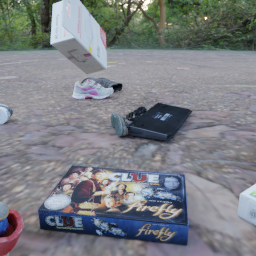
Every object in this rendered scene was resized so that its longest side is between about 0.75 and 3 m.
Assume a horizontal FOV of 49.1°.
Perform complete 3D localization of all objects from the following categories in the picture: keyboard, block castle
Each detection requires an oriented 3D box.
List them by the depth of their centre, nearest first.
[{"bbox_3d":[-2.562,0.916,2.717,2.566,1.204,1.715,28,25,13],"label":"block castle"},{"bbox_3d":[0.871,-0.266,8.646,1.725,0.368,2.872,14,22,19],"label":"keyboard"}]

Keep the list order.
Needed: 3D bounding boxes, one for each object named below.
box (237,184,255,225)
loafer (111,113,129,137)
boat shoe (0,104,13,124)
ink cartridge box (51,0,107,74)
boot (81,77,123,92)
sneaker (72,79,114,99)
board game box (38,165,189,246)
[{"bbox_3d":[3.237,1.147,4.372,2.567,0.466,1.852,-16,25,-36],"label":"box"},{"bbox_3d":[-0.155,-0.133,8.015,0.465,0.531,1.478,2,16,-14],"label":"loafer"},{"bbox_3d":[-4.714,-0.534,8.819,2.052,0.736,0.696,1,19,-3],"label":"boat shoe"},{"bbox_3d":[-1.785,-3.282,9.777,0.957,1.652,2.836,-10,-20,20],"label":"ink cartridge box"},{"bbox_3d":[-1.229,-2.009,13.288,1.261,0.668,1.915,21,32,35],"label":"boot"},{"bbox_3d":[-1.507,-1.685,12.040,1.787,0.788,0.727,-2,19,-7],"label":"sneaker"},{"bbox_3d":[-0.133,1.136,4.489,2.098,0.363,1.421,3,19,8],"label":"board game box"}]
